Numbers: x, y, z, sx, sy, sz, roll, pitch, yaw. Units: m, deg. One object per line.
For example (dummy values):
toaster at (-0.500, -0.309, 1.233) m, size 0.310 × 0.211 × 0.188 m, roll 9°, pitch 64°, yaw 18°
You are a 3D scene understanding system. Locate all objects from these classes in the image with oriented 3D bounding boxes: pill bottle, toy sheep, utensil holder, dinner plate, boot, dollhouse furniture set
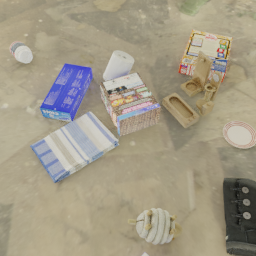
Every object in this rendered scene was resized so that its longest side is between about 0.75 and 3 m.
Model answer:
pill bottle at (-4.671, -3.307, 12.327) m, size 0.734 × 0.734 × 1.228 m, roll -30°, pitch 43°, yaw -20°
toy sheep at (0.778, 2.750, 7.907) m, size 1.576 × 1.087 × 1.087 m, roll 17°, pitch 55°, yaw -3°
utensil holder at (-0.372, -2.430, 11.458) m, size 0.981 × 1.155 × 0.981 m, roll 20°, pitch 35°, yaw -14°
dinner plate at (4.103, 0.254, 10.294) m, size 1.232 × 0.149 × 1.232 m, roll 1°, pitch 55°, yaw -1°
boot at (3.752, 2.626, 8.277) m, size 1.857 × 0.740 × 2.253 m, roll 12°, pitch 48°, yaw 2°
dollhouse furniture set at (2.488, -1.483, 10.672) m, size 1.954 × 1.592 × 1.858 m, roll -27°, pitch 58°, yaw -19°

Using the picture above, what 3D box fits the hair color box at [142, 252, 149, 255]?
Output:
hair color box at (0.789, 4.191, 7.159) m, size 1.738 × 0.563 × 0.950 m, roll 36°, pitch 61°, yaw 21°

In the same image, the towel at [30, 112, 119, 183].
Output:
towel at (-1.889, 0.569, 9.968) m, size 2.641 × 0.314 × 1.940 m, roll -32°, pitch 59°, yaw -21°

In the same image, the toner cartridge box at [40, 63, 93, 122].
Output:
toner cartridge box at (-2.412, -1.486, 11.313) m, size 1.239 × 0.563 × 2.609 m, roll 11°, pitch 54°, yaw 9°

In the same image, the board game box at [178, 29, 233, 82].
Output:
board game box at (3.543, -3.317, 12.635) m, size 1.945 × 0.595 × 2.568 m, roll 16°, pitch 55°, yaw 12°

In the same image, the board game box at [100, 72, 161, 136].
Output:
board game box at (0.043, -0.953, 10.657) m, size 1.619 × 0.983 × 2.030 m, roll -18°, pitch 56°, yaw -13°
